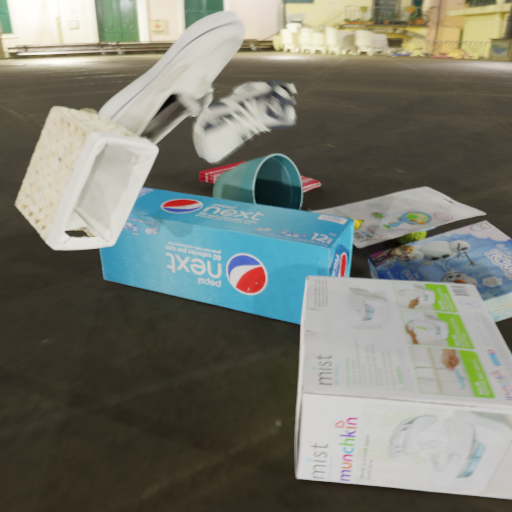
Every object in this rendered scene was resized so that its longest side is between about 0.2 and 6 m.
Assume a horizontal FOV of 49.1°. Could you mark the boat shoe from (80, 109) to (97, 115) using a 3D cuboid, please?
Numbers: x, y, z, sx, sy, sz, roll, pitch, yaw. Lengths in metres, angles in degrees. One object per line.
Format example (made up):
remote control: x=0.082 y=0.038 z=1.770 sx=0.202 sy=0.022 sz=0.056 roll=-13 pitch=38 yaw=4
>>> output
boat shoe: x=-2.802 y=-2.028 z=9.500 sx=0.866 sy=0.921 sz=2.418 roll=-22 pitch=16 yaw=-22

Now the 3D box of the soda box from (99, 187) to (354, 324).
soda box: x=-0.550 y=-0.080 z=8.884 sx=3.931 sy=1.333 sz=1.261 roll=11 pitch=27 yaw=22

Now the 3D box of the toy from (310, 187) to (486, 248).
toy: x=2.668 y=-0.593 z=10.802 sx=2.937 sy=0.693 sz=1.691 roll=-11 pitch=29 yaw=-24

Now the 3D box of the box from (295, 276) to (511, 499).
box: x=1.539 y=1.245 z=6.202 sx=2.137 sy=1.171 sz=2.421 roll=2 pitch=25 yaw=5

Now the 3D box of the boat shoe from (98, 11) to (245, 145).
boat shoe: x=-1.070 y=-2.410 z=8.080 sx=2.633 sy=0.947 sz=0.865 roll=-40 pitch=72 yaw=-8

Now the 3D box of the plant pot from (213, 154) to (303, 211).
plant pot: x=-0.061 y=-1.276 z=11.536 sx=1.422 sy=1.513 sz=1.513 roll=3 pitch=20 yaw=43

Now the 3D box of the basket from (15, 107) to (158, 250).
basket: x=-2.147 y=-0.971 z=7.018 sx=0.963 sy=1.562 sz=1.059 roll=39 pitch=21 yaw=23

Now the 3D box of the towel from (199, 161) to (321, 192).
towel: x=0.060 y=-1.898 z=14.118 sx=2.592 sy=0.291 sz=1.874 roll=21 pitch=30 yaw=35

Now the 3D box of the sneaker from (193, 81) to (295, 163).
sneaker: x=-0.061 y=-2.576 z=10.330 sx=1.487 sy=0.912 sz=2.285 roll=-3 pitch=31 yaw=41

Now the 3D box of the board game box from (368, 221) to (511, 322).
board game box: x=3.044 y=0.311 z=8.513 sx=2.106 sy=0.459 sz=2.116 roll=-16 pitch=26 yaw=-2
